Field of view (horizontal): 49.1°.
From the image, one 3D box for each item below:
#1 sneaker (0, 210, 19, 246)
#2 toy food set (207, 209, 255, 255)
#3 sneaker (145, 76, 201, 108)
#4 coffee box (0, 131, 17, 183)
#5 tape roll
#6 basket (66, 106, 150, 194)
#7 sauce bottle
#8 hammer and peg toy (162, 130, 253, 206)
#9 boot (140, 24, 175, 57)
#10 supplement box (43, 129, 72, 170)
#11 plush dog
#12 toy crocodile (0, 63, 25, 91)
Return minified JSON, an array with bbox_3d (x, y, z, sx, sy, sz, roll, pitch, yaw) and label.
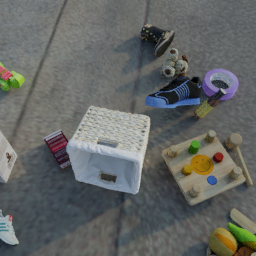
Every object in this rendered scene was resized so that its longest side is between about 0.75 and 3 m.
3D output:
[{"bbox_3d":[-3.455,2.797,7.933,1.219,0.429,0.570,31,67,22],"label":"sneaker"},{"bbox_3d":[2.897,3.524,7.400,1.809,0.526,2.620,35,63,21],"label":"toy food set"},{"bbox_3d":[1.593,-1.274,9.692,2.589,1.008,0.908,-11,18,-40],"label":"sneaker"},{"bbox_3d":[-4.497,0.499,8.078,1.540,2.693,1.074,7,57,5],"label":"coffee box"},{"bbox_3d":[3.579,-1.699,10.883,1.280,0.420,1.280,0,56,1],"label":"tape roll"},{"bbox_3d":[-0.485,0.646,8.355,2.048,2.067,1.662,11,54,7],"label":"basket"},{"bbox_3d":[2.869,-0.849,9.804,0.430,1.302,0.430,26,37,-22],"label":"sauce bottle"},{"bbox_3d":[2.689,1.076,8.736,2.740,0.966,2.015,-19,59,-12],"label":"hammer and peg toy"},{"bbox_3d":[1.128,-3.850,12.144,1.340,0.651,1.780,26,57,15],"label":"boot"},{"bbox_3d":[-2.228,0.710,9.329,0.677,0.379,1.244,-28,60,-18],"label":"supplement box"},{"bbox_3d":[1.923,-2.484,11.288,1.000,0.934,1.164,13,86,-8],"label":"plush dog"},{"bbox_3d":[-5.031,-2.154,10.997,2.344,0.724,0.791,30,62,18],"label":"toy crocodile"}]
